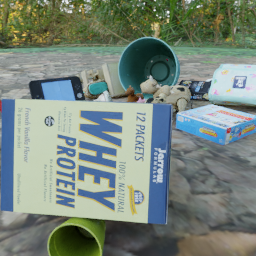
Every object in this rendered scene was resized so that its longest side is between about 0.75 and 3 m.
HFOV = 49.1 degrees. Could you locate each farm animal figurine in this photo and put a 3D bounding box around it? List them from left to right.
[{"bbox_3d":[1.256,-1.238,11.081,2.939,1.550,2.972,-3,20,-18],"label":"farm animal figurine"}]

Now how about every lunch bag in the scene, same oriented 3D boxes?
[{"bbox_3d":[5.151,-1.862,12.665,2.499,1.789,2.934,9,28,27],"label":"lunch bag"}]

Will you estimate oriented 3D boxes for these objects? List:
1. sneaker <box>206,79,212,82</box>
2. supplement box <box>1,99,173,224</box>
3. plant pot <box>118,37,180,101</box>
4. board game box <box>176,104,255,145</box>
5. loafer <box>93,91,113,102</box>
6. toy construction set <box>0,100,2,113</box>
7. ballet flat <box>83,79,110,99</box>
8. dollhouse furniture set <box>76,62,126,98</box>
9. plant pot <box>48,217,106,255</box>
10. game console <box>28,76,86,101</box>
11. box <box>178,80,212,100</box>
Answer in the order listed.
[{"bbox_3d":[5.131,-2.759,16.747,1.762,0.657,0.768,-12,19,-31],"label":"sneaker"},{"bbox_3d":[-0.521,0.409,5.472,2.680,1.799,2.677,2,3,7],"label":"supplement box"},{"bbox_3d":[1.302,-2.878,14.130,2.933,2.933,2.353,8,11,21],"label":"plant pot"},{"bbox_3d":[3.123,-0.193,9.838,2.009,0.573,2.052,-14,25,-35],"label":"board game box"},{"bbox_3d":[-0.988,-0.832,11.328,0.865,0.989,2.751,-27,17,2],"label":"loafer"},{"bbox_3d":[-4.142,0.272,7.443,2.426,1.864,2.023,-34,-9,-30],"label":"toy construction set"},{"bbox_3d":[-1.203,-2.115,14.632,2.847,1.004,0.929,-14,2,-42],"label":"ballet flat"},{"bbox_3d":[-1.201,-2.375,15.185,2.265,1.716,2.584,-15,3,-34],"label":"dollhouse furniture set"},{"bbox_3d":[-0.716,1.729,4.479,0.839,0.839,0.808,4,9,10],"label":"plant pot"},{"bbox_3d":[-2.728,-1.323,11.846,2.356,2.031,1.398,-12,-4,-31],"label":"game console"},{"bbox_3d":[3.517,-1.975,14.464,1.921,0.481,1.935,6,28,23],"label":"box"}]
